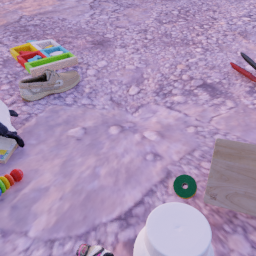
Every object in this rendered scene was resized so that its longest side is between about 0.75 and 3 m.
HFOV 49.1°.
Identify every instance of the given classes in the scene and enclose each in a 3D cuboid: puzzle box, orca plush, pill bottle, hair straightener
[{"bbox_3d":[-3.174,0.526,7.092,0.597,0.114,0.897,6,38,7],"label":"puzzle box"},{"bbox_3d":[-3.542,-0.091,7.603,2.215,0.787,1.165,38,16,22],"label":"orca plush"},{"bbox_3d":[0.588,1.906,3.826,1.039,1.872,1.039,0,37,0],"label":"pill bottle"},{"bbox_3d":[4.763,-1.961,9.558,0.579,1.089,2.830,31,17,-37],"label":"hair straightener"}]

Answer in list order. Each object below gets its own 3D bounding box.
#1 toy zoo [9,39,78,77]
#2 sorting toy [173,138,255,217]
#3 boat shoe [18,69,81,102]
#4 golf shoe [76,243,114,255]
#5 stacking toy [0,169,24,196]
[{"bbox_3d":[-3.621,-3.066,11.643,1.949,0.304,2.971,-25,44,-28],"label":"toy zoo"},{"bbox_3d":[2.440,1.045,5.605,2.864,0.484,1.381,10,71,20],"label":"sorting toy"},{"bbox_3d":[-2.566,-1.589,9.371,2.181,0.708,0.787,-26,45,-30],"label":"boat shoe"},{"bbox_3d":[-0.614,2.439,4.260,0.647,0.510,1.404,6,38,8],"label":"golf shoe"},{"bbox_3d":[-2.705,1.232,5.958,0.466,0.466,1.092,24,38,28],"label":"stacking toy"}]
